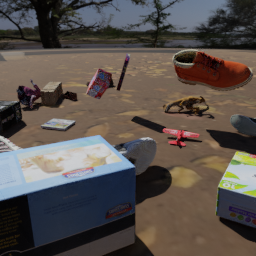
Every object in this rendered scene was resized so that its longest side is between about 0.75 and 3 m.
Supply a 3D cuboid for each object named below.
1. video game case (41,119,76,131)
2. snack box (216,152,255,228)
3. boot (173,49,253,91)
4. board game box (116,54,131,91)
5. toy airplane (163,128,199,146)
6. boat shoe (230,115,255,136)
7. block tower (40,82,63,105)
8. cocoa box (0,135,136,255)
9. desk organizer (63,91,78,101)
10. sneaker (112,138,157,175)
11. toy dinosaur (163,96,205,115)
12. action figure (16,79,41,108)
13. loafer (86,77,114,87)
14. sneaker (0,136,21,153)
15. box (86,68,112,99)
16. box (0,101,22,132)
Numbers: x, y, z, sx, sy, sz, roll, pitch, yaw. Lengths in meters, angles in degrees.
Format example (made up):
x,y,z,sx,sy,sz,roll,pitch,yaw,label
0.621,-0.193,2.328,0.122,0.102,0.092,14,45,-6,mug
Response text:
x,y,z,sx,sy,sz,roll,pitch,yaw,label
-2.623,-0.134,10.585,0.981,0.108,0.893,7,21,15,video game case
3.346,1.383,5.523,2.751,0.729,1.957,11,23,28,snack box
2.879,-2.072,9.771,2.738,1.027,1.468,9,-16,26,boot
-0.189,-2.298,11.560,0.220,1.362,0.818,19,33,-1,board game box
1.718,0.296,9.232,1.234,0.227,1.234,2,21,-1,toy airplane
4.384,-0.046,9.696,0.504,0.631,1.670,-18,39,-39,boat shoe
-3.905,-1.854,14.440,0.666,0.713,2.467,-1,19,-3,block tower
-1.239,1.237,4.703,2.376,1.559,1.585,-10,22,-26,cocoa box
-2.991,-1.670,14.449,0.854,0.329,0.306,18,26,40,desk organizer
-0.461,0.683,7.096,1.422,0.943,2.498,21,31,40,sneaker
2.847,-1.182,12.461,2.676,0.808,1.421,-9,21,-24,toy dinosaur
-4.522,-1.674,13.427,1.194,1.074,1.604,20,20,19,action figure
-1.750,-2.882,17.270,1.860,0.660,0.679,-15,25,-35,loafer
-3.275,0.800,6.972,2.231,0.823,0.976,17,19,27,sneaker
-0.787,-1.187,7.611,0.416,0.835,0.399,21,59,-17,box
-5.212,-0.496,10.577,1.805,0.777,1.478,3,20,7,box
